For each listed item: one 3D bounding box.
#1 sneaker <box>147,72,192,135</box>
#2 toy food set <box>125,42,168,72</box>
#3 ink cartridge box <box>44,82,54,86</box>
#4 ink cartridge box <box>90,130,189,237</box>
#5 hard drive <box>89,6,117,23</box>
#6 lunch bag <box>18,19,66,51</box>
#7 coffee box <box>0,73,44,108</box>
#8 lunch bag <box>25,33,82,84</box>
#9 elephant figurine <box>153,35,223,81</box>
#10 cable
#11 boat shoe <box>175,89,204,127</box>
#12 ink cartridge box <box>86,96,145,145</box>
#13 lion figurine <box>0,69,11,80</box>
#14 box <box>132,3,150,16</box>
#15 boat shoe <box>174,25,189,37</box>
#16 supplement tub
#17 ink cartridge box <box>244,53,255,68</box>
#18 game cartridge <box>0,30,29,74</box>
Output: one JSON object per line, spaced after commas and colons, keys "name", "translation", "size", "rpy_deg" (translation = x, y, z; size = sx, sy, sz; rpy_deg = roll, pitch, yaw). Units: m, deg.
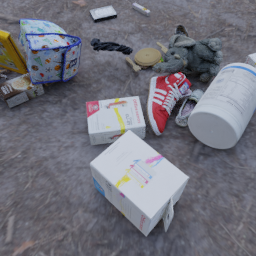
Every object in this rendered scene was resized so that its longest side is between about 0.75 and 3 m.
{"name": "sneaker", "translation": [1.646, -1.063, 10.778], "size": [1.601, 1.014, 2.847], "rpy_deg": [-12, 51, 22]}
{"name": "toy food set", "translation": [0.937, -3.199, 12.948], "size": [1.936, 0.389, 1.336], "rpy_deg": [-28, 53, -11]}
{"name": "ink cartridge box", "translation": [-3.528, -2.352, 12.329], "size": [0.737, 0.336, 0.894], "rpy_deg": [-36, 63, -24]}
{"name": "ink cartridge box", "translation": [0.427, 1.793, 8.635], "size": [2.739, 1.761, 1.715], "rpy_deg": [38, 63, 22]}
{"name": "hard drive", "translation": [-1.323, -6.101, 14.954], "size": [1.282, 0.243, 0.896], "rpy_deg": [-18, 57, -11]}
{"name": "lunch bag", "translation": [-3.615, -3.971, 12.795], "size": [2.217, 1.413, 1.885], "rpy_deg": [-15, 54, -34]}
{"name": "coffee box", "translation": [-4.420, -1.593, 11.585], "size": [1.558, 0.621, 0.891], "rpy_deg": [-30, 61, -23]}
{"name": "lunch bag", "translation": [-2.936, -2.807, 11.304], "size": [2.089, 1.776, 1.294], "rpy_deg": [-12, 55, -26]}
{"name": "elephant figurine", "translation": [2.387, -3.038, 11.832], "size": [2.806, 2.177, 1.986], "rpy_deg": [2, 87, 0]}
{"name": "cable", "translation": [-0.635, -3.285, 11.615], "size": [1.696, 0.528, 2.078], "rpy_deg": [8, 14, -23]}
{"name": "boat shoe", "translation": [2.523, -0.892, 11.147], "size": [0.726, 0.632, 1.970], "rpy_deg": [31, 61, 20]}
{"name": "ink cartridge box", "translation": [-0.467, -0.303, 10.601], "size": [2.067, 0.862, 1.500], "rpy_deg": [-7, 56, -5]}
{"name": "lion figurine", "translation": [-5.804, -2.231, 12.246], "size": [0.782, 0.463, 1.277], "rpy_deg": [16, 43, 20]}
{"name": "box", "translation": [0.715, -6.429, 15.178], "size": [1.150, 0.238, 0.223], "rpy_deg": [38, 63, 24]}
{"name": "boat shoe", "translation": [2.604, -4.034, 13.288], "size": [0.788, 0.644, 2.134], "rpy_deg": [0, 56, 0]}
{"name": "supplement tub", "translation": [3.686, -0.863, 10.359], "size": [1.911, 1.911, 2.897], "rpy_deg": [29, 61, 18]}
{"name": "ink cartridge box", "translation": [5.613, -2.600, 12.214], "size": [0.461, 0.795, 1.098], "rpy_deg": [-19, 57, -14]}
{"name": "game cartridge", "translation": [-5.667, -3.351, 11.797], "size": [2.656, 2.341, 0.431], "rpy_deg": [17, 65, 12]}
